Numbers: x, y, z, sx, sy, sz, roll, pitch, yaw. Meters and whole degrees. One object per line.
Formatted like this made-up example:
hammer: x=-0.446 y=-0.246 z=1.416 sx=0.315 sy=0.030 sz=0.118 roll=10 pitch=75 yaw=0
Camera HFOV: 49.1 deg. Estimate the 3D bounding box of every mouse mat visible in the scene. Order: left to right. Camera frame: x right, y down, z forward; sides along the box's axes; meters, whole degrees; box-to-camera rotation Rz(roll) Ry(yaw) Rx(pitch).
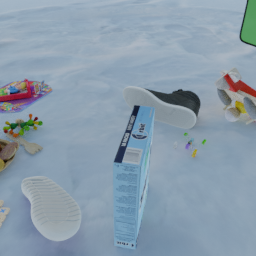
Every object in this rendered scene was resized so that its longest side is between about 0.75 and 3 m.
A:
mouse mat: x=3.764 y=-2.957 z=7.090 sx=1.729 sy=2.149 sz=0.081 roll=14 pitch=-3 yaw=-9

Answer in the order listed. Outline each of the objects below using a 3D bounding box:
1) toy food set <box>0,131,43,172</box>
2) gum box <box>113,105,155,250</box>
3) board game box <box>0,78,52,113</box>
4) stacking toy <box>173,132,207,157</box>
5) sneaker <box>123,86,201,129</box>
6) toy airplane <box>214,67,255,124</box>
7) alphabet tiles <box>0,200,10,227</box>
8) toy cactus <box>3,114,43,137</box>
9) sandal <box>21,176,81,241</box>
toy food set: x=-4.029 y=0.748 z=7.790 sx=1.898 sy=0.552 sz=2.749 roll=23 pitch=40 yaw=30
gum box: x=0.150 y=0.990 z=5.852 sx=0.509 sy=2.284 sz=1.941 roll=8 pitch=34 yaw=8
board game box: x=-4.555 y=-1.562 z=11.277 sx=2.231 sy=0.550 sz=2.824 roll=15 pitch=36 yaw=21
stacking toy: x=1.886 y=0.489 z=8.524 sx=0.703 sy=0.219 sz=0.933 roll=23 pitch=38 yaw=28
sneaker: x=1.270 y=-0.949 z=10.042 sx=2.853 sy=1.009 sz=1.415 roll=23 pitch=38 yaw=22
toy airplane: x=3.760 y=-0.970 z=9.469 sx=2.220 sy=1.573 sz=2.229 roll=38 pitch=14 yaw=27
alphabet tiles: x=-3.256 y=2.021 z=6.314 sx=1.010 sy=0.075 sz=1.033 roll=3 pitch=34 yaw=4
toy cactus: x=-3.494 y=-0.148 z=9.158 sx=1.259 sy=0.644 sz=1.039 roll=-24 pitch=27 yaw=-29
sandal: x=-1.731 y=1.803 z=6.245 sx=1.013 sy=0.612 sz=2.489 roll=-1 pitch=18 yaw=-29
